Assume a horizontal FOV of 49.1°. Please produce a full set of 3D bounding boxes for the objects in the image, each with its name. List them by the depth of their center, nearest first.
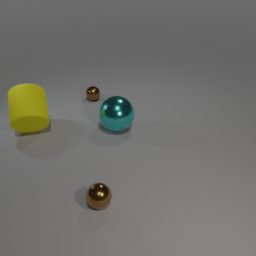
[{"bbox_3d":[-0.789,1.836,7.598,0.700,0.700,0.700,0,31,0],"label":"ball"},{"bbox_3d":[-3.800,-0.735,10.705,1.400,1.400,1.400,-9,66,-14],"label":"cylinder"},{"bbox_3d":[-0.438,-0.555,10.903,1.400,1.400,1.400,0,31,0],"label":"ball"},{"bbox_3d":[-1.679,-1.664,13.464,0.700,0.700,0.700,0,31,0],"label":"ball"}]
